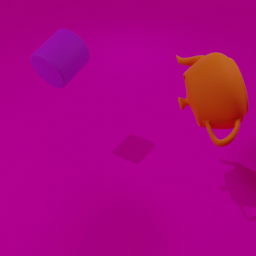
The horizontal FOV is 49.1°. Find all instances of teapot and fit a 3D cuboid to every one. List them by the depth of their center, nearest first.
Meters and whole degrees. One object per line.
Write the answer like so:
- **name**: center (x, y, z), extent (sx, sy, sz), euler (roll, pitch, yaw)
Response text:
- **teapot**: center (1.073, -0.488, 3.786), extent (0.811, 1.030, 1.657), euler (-17, 57, 10)

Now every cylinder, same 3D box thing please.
- **cylinder**: center (-1.112, -1.145, 4.638), extent (0.705, 0.705, 0.705), euler (23, 62, 24)
